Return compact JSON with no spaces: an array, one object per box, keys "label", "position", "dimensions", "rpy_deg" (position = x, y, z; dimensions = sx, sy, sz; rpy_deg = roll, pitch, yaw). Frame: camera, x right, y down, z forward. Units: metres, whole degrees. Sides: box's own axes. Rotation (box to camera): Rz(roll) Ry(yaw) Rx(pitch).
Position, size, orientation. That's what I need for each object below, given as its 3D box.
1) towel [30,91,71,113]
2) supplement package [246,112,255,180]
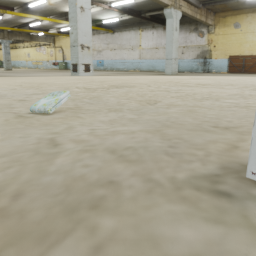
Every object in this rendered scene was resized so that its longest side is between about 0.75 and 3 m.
[{"label":"towel","position":[-2.581,-0.874,9.348],"dimensions":[0.986,0.277,1.152],"rpy_deg":[2,38,37]},{"label":"supplement package","position":[2.439,0.056,3.633],"dimensions":[1.384,1.323,1.018],"rpy_deg":[-10,19,-37]}]
